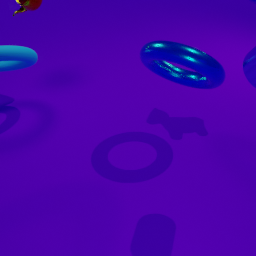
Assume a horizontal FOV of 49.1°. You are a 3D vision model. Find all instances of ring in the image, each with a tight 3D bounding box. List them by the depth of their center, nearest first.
[{"bbox_3d":[1.163,-1.340,6.122,1.922,1.922,0.384,20,88,22],"label":"ring"},{"bbox_3d":[-3.272,-1.772,7.287,1.773,0.355,1.773,-9,5,1],"label":"ring"}]

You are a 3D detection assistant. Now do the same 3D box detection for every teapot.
[{"bbox_3d":[-2.739,-3.551,7.548,0.784,1.261,0.617,42,27,9],"label":"teapot"}]

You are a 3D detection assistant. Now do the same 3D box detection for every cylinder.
[{"bbox_3d":[2.121,-0.962,3.874,0.739,0.739,0.739,3,73,-10],"label":"cylinder"}]

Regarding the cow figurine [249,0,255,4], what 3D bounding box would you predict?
[{"bbox_3d":[3.009,-3.302,6.566,1.552,0.852,1.527,10,27,-20],"label":"cow figurine"}]
